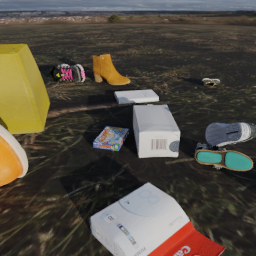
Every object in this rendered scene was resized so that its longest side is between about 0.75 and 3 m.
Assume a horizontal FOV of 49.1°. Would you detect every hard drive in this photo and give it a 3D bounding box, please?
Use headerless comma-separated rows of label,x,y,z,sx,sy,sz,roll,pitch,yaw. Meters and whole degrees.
hard drive,0.355,-1.401,12.455,1.755,0.234,1.158,-5,26,-11

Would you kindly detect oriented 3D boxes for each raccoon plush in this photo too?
raccoon plush,2.446,0.797,7.807,1.233,0.597,0.826,22,2,-23

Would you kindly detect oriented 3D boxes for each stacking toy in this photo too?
stacking toy,-3.674,1.122,5.868,1.971,1.971,2.698,13,44,25

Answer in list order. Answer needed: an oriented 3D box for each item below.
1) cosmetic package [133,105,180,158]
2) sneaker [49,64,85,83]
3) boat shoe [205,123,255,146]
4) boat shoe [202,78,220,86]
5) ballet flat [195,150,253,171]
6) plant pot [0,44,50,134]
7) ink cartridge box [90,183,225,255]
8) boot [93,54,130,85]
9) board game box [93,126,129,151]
cosmetic package,0.807,0.019,8.769,1.209,0.869,2.143,0,24,-2
sneaker,-3.254,-2.828,14.679,1.126,0.950,2.575,-23,30,-37
boat shoe,2.751,0.192,7.505,0.652,0.663,1.839,4,-2,-15
boat shoe,4.229,-2.277,14.204,1.078,0.384,0.325,0,68,-24
ballet flat,2.358,0.750,6.965,1.370,0.470,0.432,11,1,10
plant pot,-4.556,-1.518,9.979,2.934,2.588,2.934,-5,27,-9
ink cartridge box,0.520,1.934,5.191,1.608,0.475,2.009,-21,31,-37
boot,-0.888,-3.059,14.468,2.080,1.489,0.732,8,28,17
board game box,-0.511,0.313,8.892,0.808,0.206,1.193,6,26,13
